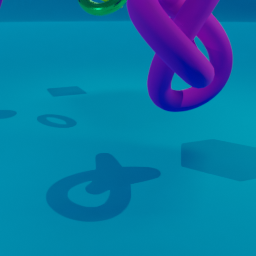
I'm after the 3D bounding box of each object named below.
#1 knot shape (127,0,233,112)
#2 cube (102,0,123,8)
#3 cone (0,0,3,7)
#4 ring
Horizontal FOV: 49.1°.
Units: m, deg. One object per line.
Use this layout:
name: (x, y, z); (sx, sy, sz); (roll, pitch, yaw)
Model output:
knot shape: (0.797, -1.045, 3.665); (0.963, 1.951, 2.085); (9, 47, 27)
cube: (-0.620, -4.540, 8.393); (1.175, 1.175, 1.175); (8, 36, -31)
cone: (-3.452, -3.440, 7.041); (1.350, 1.355, 1.350); (4, 59, -7)
ring: (-0.490, -2.921, 5.832); (1.259, 1.259, 0.252); (9, -10, 20)
